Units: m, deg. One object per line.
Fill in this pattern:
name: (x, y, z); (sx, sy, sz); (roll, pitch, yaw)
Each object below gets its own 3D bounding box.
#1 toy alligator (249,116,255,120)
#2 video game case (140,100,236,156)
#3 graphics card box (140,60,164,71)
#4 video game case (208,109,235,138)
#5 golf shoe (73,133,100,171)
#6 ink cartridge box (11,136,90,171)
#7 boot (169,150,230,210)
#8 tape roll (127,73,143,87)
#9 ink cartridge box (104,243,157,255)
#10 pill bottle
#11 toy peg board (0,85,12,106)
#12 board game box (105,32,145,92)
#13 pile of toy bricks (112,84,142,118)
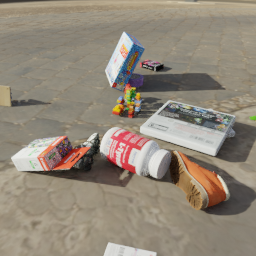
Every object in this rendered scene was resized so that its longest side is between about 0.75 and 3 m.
toy alligator: (5.923, -0.359, 11.667); (1.582, 0.429, 0.469); (19, 37, 28)
video game case: (2.383, -0.133, 10.923); (2.935, 0.343, 2.669); (17, 36, 27)
graphics card box: (1.490, -3.930, 17.570); (1.313, 0.334, 0.824); (26, 40, 34)
video game case: (2.866, -0.139, 11.468); (2.223, 0.263, 2.023); (-6, 32, -11)
golf shoe: (-1.480, 0.707, 9.692); (0.858, 0.706, 1.816); (6, 31, 9)
ink cartridge box: (-2.481, 0.797, 8.998); (2.269, 0.571, 1.236); (-7, 25, 31)
boot: (2.066, 1.462, 8.473); (1.192, 0.834, 2.224); (-6, 37, -21)
tape roll: (0.339, -2.633, 15.374); (0.999, 0.424, 0.999); (0, 31, 0)
ink cartridge box: (0.007, 3.036, 5.813); (1.065, 0.777, 0.781); (7, 32, 12)
pill bottle: (0.247, 0.824, 9.023); (2.112, 1.185, 1.185); (20, 37, 29)
toy peg board: (-5.855, -1.561, 13.242); (0.929, 0.933, 0.456); (7, 17, 11)
board game box: (-0.248, -3.575, 14.912); (0.703, 2.464, 2.516); (20, 25, -23)
pile of toy bricks: (0.085, -1.380, 12.738); (1.174, 1.044, 2.116); (11, 33, 17)
